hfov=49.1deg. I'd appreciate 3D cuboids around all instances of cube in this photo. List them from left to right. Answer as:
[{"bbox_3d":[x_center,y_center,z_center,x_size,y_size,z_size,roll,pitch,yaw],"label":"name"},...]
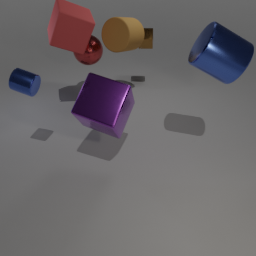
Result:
[{"bbox_3d":[-2.269,-3.990,11.027,1.400,1.400,1.400,10,39,-28],"label":"cube"},{"bbox_3d":[-0.722,-0.669,8.841,1.400,1.400,1.400,20,78,11],"label":"cube"},{"bbox_3d":[0.867,-4.357,13.644,0.700,0.700,0.700,2,67,7],"label":"cube"}]

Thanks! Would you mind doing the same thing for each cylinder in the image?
[{"bbox_3d":[-3.142,-1.394,8.555,0.700,0.700,0.700,20,34,1],"label":"cylinder"},{"bbox_3d":[-0.199,-4.025,12.074,1.400,1.400,1.400,16,25,24],"label":"cylinder"},{"bbox_3d":[2.801,-2.268,8.547,1.400,1.400,1.400,26,31,-10],"label":"cylinder"}]

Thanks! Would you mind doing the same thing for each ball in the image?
[{"bbox_3d":[-1.879,-3.664,13.161,1.400,1.400,1.400,0,32,0],"label":"ball"}]
